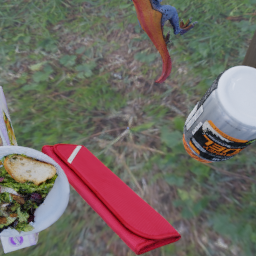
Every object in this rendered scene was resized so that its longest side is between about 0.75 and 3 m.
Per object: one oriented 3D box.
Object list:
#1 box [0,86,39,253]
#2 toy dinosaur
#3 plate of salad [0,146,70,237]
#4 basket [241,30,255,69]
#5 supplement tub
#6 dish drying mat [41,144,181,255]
[{"bbox_3d":[-2.062,0.670,4.635,0.562,0.525,2.712,-12,100,-10],"label":"box"},{"bbox_3d":[0.618,-3.100,6.802,1.562,2.700,2.975,-14,64,35],"label":"toy dinosaur"},{"bbox_3d":[-1.532,0.933,3.734,1.485,1.485,0.357,-13,26,-7],"label":"plate of salad"},{"bbox_3d":[3.317,-1.321,5.737,2.268,2.515,1.711,23,52,30],"label":"basket"},{"bbox_3d":[2.004,-0.122,5.835,1.351,2.205,1.351,4,64,-7],"label":"supplement tub"},{"bbox_3d":[-0.391,0.956,4.577,2.660,1.022,0.242,34,106,40],"label":"dish drying mat"}]
